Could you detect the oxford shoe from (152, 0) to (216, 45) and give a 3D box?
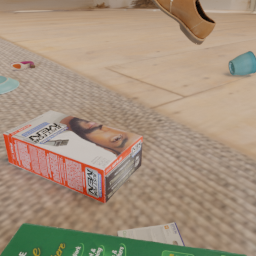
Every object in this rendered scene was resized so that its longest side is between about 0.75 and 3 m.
[{"bbox_3d":[0.901,-2.139,4.783,1.481,0.528,0.528,42,49,-2],"label":"oxford shoe"}]

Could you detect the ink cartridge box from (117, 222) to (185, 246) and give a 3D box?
[{"bbox_3d":[0.341,1.684,3.682,0.872,0.177,0.871,-6,31,-8],"label":"ink cartridge box"}]

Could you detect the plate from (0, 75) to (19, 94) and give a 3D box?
[{"bbox_3d":[-4.993,-1.550,9.927,2.131,0.272,2.131,-1,27,1],"label":"plate"}]

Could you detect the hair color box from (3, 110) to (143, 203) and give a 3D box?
[{"bbox_3d":[-1.078,0.424,5.539,2.418,0.773,1.341,16,31,26],"label":"hair color box"}]

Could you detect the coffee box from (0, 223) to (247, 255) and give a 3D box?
[{"bbox_3d":[-0.215,1.862,2.663,2.716,0.597,1.670,2,30,13],"label":"coffee box"}]

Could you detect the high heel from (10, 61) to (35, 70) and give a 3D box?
[{"bbox_3d":[-4.603,-2.756,12.172,1.050,0.354,0.505,-2,33,-38],"label":"high heel"}]

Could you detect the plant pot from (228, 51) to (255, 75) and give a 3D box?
[{"bbox_3d":[4.558,-2.518,11.242,0.858,0.913,0.913,-16,28,1],"label":"plant pot"}]
